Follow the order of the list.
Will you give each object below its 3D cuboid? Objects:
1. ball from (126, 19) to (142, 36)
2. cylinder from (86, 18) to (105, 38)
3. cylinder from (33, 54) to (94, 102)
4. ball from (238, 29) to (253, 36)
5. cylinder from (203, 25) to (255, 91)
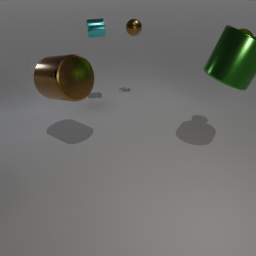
[{"bbox_3d":[0.255,-4.355,12.129,0.700,0.700,0.700,0,28,0],"label":"ball"},{"bbox_3d":[-1.299,-4.038,11.334,0.700,0.700,0.700,-7,29,-7],"label":"cylinder"},{"bbox_3d":[-2.024,-1.579,8.862,1.400,1.400,1.400,10,28,43],"label":"cylinder"},{"bbox_3d":[3.582,-2.763,8.821,0.700,0.700,0.700,0,28,0],"label":"ball"},{"bbox_3d":[3.127,-2.014,8.070,1.400,1.400,1.400,19,26,-10],"label":"cylinder"}]
